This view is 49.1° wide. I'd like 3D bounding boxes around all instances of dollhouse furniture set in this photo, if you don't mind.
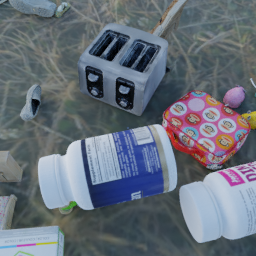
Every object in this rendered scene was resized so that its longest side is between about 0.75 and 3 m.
[{"bbox_3d":[-3.001,1.725,5.489,1.214,1.037,2.342,-1,58,-1],"label":"dollhouse furniture set"}]

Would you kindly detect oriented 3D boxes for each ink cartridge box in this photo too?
[{"bbox_3d":[-1.782,2.935,4.947,1.126,0.643,2.170,-4,58,-2],"label":"ink cartridge box"}]

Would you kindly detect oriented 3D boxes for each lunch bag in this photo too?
[{"bbox_3d":[1.747,0.042,6.687,1.622,0.755,1.842,-36,61,-23],"label":"lunch bag"}]

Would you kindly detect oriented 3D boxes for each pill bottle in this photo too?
[{"bbox_3d":[-0.392,0.802,5.408,2.406,1.336,1.336,-12,58,-5],"label":"pill bottle"},{"bbox_3d":[2.285,1.402,5.521,2.286,1.296,1.296,-13,58,-8],"label":"pill bottle"}]

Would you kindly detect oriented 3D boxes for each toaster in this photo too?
[{"bbox_3d":[-0.031,-1.629,7.498,1.909,1.253,2.111,23,60,13],"label":"toaster"}]

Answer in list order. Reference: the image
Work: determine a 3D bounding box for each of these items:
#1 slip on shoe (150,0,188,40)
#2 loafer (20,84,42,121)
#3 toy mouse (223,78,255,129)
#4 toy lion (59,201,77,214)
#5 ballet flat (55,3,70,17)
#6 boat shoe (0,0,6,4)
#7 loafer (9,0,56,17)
[{"bbox_3d":[1.249,-3.085,8.125,0.542,1.790,0.681,31,34,-15],"label":"slip on shoe"},{"bbox_3d":[-2.445,-0.684,7.336,0.407,0.408,1.167,-11,54,22],"label":"loafer"},{"bbox_3d":[3.336,-0.797,7.476,2.003,0.388,1.780,15,59,9],"label":"toy mouse"},{"bbox_3d":[-1.135,1.225,6.234,1.240,0.426,1.189,-9,50,-6],"label":"toy lion"},{"bbox_3d":[-2.264,-4.164,9.699,0.289,0.289,0.819,19,59,12],"label":"ballet flat"},{"bbox_3d":[-4.475,-5.065,10.102,0.609,0.549,1.694,27,61,16],"label":"boat shoe"},{"bbox_3d":[-3.250,-4.224,9.602,1.606,0.562,0.561,17,54,1],"label":"loafer"}]
